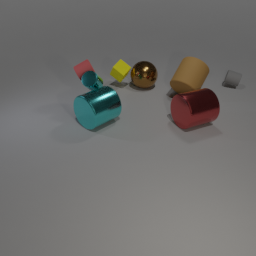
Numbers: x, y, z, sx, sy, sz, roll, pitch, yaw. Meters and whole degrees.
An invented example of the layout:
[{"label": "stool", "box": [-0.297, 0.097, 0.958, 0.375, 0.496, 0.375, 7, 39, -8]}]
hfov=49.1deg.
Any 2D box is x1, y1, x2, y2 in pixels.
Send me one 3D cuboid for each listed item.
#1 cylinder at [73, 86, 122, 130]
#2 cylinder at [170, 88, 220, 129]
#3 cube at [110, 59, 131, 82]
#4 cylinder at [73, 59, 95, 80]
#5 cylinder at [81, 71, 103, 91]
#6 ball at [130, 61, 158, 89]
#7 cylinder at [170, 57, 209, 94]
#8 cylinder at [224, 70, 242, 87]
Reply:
[{"label": "cylinder", "box": [-1.213, -0.825, 11.193, 1.400, 1.400, 1.400, 27, 41, 36]}, {"label": "cylinder", "box": [2.640, -0.778, 11.122, 1.400, 1.400, 1.400, -14, 35, -22]}, {"label": "cube", "box": [-0.384, -2.887, 14.169, 0.700, 0.700, 0.700, 38, 62, 0]}, {"label": "cylinder", "box": [-1.851, -2.460, 11.943, 0.700, 0.700, 0.700, -29, 35, 2]}, {"label": "cylinder", "box": [-1.471, -1.934, 11.614, 0.700, 0.700, 0.700, 11, -6, 17]}, {"label": "ball", "box": [0.817, -2.707, 14.282, 1.400, 1.400, 1.400, 0, 32, 0]}, {"label": "cylinder", "box": [2.888, -2.370, 13.161, 1.400, 1.400, 1.400, 23, 76, 32]}, {"label": "cylinder", "box": [5.407, -2.562, 14.458, 0.700, 0.700, 0.700, 21, 36, 11]}]
